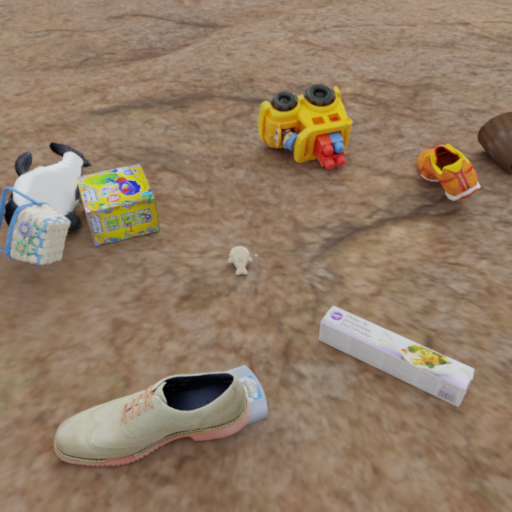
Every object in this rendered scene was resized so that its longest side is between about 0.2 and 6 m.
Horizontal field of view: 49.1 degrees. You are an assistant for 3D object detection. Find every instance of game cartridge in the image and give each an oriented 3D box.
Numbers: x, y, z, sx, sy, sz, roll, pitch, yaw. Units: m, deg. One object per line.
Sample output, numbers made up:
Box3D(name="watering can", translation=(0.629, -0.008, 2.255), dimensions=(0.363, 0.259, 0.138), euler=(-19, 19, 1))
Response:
Box3D(name="game cartridge", translation=(-0.230, 2.214, 8.956), dimensions=(0.672, 0.204, 1.008), euler=(-13, 43, -19))

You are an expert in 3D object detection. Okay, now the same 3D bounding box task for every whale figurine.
Box3D(name="whale figurine", translation=(-0.331, 0.128, 11.311), dimensions=(0.496, 0.324, 0.624), euler=(-5, 65, -11))

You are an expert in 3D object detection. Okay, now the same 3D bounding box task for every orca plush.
Box3D(name="orca plush", translation=(-4.850, -1.415, 12.339), dimensions=(1.262, 1.867, 3.549), euler=(-27, 41, 16))

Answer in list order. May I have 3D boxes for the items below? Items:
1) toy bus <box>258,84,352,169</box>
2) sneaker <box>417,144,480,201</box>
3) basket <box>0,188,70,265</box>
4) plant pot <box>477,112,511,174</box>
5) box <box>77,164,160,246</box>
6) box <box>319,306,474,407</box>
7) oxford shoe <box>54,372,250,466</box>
Box3D(name="toy bus", translation=(1.344, -3.056, 14.234), dimensions=(2.197, 1.491, 2.109), euler=(-13, 59, -11))
Box3D(name="sneaker", translation=(4.376, -2.180, 12.927), dimensions=(1.012, 1.069, 2.772), euler=(-27, 20, 7))
Box3D(name="basket", translation=(-4.322, -0.519, 10.582), dimensions=(1.417, 1.249, 0.985), euler=(22, 16, 21))
Box3D(name="plant pot", translation=(6.364, -2.718, 14.009), dimensions=(1.201, 1.201, 1.285), euler=(-6, 56, -6))
Box3D(name="box", translation=(-3.016, -1.132, 12.239), dimensions=(1.433, 0.908, 1.488), euler=(-16, 43, -16))
Box3D(name="box", translation=(2.281, 1.636, 9.358), dimensions=(2.552, 0.529, 0.494), euler=(23, 45, 25))
Box3D(name="oxford shoe", translation=(-1.573, 2.228, 8.183), dimensions=(2.916, 1.076, 1.032), euler=(-14, 45, -7))
